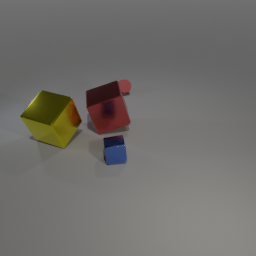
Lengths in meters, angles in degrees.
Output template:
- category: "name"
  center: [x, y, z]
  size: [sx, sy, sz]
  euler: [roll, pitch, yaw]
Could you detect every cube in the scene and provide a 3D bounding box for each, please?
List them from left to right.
- category: "cube"
  center: [-2.792, -0.332, 10.411]
  size: [1.400, 1.400, 1.400]
  euler: [15, 56, 21]
- category: "cube"
  center: [-0.813, -0.846, 11.371]
  size: [1.400, 1.400, 1.400]
  euler: [-18, 34, 3]
- category: "cube"
  center: [-0.443, 0.746, 9.581]
  size: [0.700, 0.700, 0.700]
  euler: [-9, 29, -5]

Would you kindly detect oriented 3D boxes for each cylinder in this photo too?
- category: "cylinder"
  center: [-0.208, -2.230, 14.895]
  size: [0.700, 0.700, 0.700]
  euler: [-3, 9, -6]
